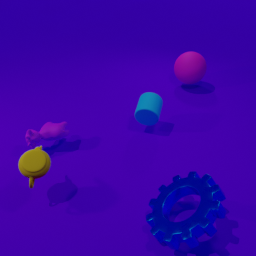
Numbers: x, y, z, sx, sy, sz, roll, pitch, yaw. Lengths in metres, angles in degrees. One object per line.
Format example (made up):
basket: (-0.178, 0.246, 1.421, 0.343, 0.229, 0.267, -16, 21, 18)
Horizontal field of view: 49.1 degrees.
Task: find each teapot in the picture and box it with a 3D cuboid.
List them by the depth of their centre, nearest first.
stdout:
teapot: (-2.035, 0.797, 6.183, 0.673, 0.530, 1.083, 6, 58, -7)

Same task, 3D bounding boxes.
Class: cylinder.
cylinder: (0.632, -0.572, 8.449, 0.730, 0.730, 0.730, 8, 50, 12)

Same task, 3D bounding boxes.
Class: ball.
ball: (2.397, -2.310, 10.790, 1.224, 1.224, 1.224, 0, 34, 0)

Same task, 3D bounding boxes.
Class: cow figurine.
cow figurine: (-2.230, 0.174, 7.679, 1.050, 0.576, 1.033, -4, 18, 17)

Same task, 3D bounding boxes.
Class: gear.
gear: (1.110, 1.574, 5.538, 1.591, 0.294, 1.591, -30, 26, 17)
